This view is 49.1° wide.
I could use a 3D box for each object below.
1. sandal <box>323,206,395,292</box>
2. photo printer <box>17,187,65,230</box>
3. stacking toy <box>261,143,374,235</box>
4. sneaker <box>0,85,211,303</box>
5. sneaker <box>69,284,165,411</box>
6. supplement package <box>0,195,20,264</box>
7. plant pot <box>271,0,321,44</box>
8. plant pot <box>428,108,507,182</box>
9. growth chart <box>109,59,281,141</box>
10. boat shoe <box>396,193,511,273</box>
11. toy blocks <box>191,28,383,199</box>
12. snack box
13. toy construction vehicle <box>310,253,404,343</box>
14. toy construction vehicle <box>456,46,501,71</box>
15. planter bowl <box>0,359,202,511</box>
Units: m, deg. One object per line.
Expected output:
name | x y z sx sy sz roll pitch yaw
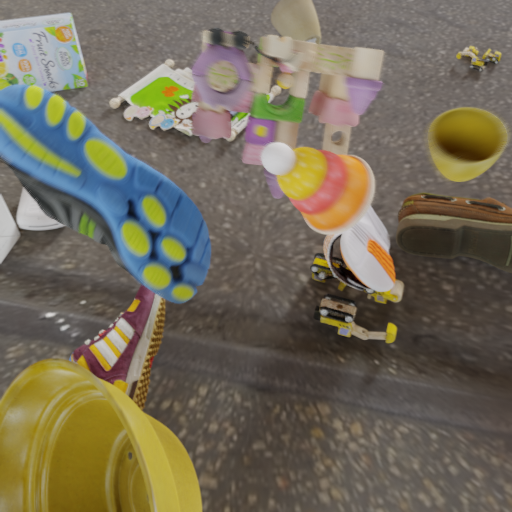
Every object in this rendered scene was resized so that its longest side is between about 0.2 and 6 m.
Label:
sandal | 1.753 -0.056 9.824 1.227 0.918 3.204 54 22 -6
photo printer | -4.242 -1.022 11.286 1.010 0.421 1.214 -4 51 -5
stacking toy | 0.697 -1.059 7.400 1.188 1.626 1.188 -18 61 37
sneaker | -1.995 -0.765 7.508 3.569 1.479 1.265 43 73 -20
sneaker | -2.226 1.421 8.832 1.275 1.060 2.829 9 50 -1
supplement package | -5.610 -0.490 10.274 1.713 1.291 1.300 11 51 9
plant pot | 1.212 -6.199 15.233 1.236 1.236 1.320 -17 67 -14
plant pot | 3.347 -1.687 9.064 1.160 0.824 1.160 -4 60 7
growth chart | -1.534 -3.795 13.698 3.579 0.317 2.590 21 54 17
boat shoe | 4.372 -0.552 10.372 3.403 1.224 1.157 12 52 10
toy blocks | 0.309 -2.000 8.533 2.720 2.450 2.911 5 20 -9
snack box | -5.507 -4.842 13.638 2.391 1.700 0.633 -11 51 -9
toy construction vehicle | 1.666 0.761 9.795 1.675 0.590 1.458 14 40 8
toy construction vehicle | 5.956 -5.341 14.942 0.986 0.347 0.859 30 56 23
planter bowl | -1.748 3.040 6.676 1.529 3.672 3.672 7 35 -49
